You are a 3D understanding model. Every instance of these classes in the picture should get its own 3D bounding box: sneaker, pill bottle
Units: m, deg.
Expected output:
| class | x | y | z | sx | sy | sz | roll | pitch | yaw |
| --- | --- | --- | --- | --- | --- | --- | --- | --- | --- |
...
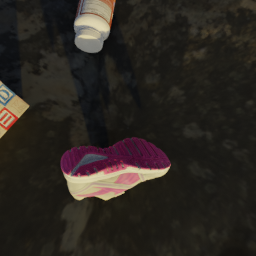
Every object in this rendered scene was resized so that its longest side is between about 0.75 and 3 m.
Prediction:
| class | x | y | z | sx | sy | sz | roll | pitch | yaw |
| --- | --- | --- | --- | --- | --- | --- | --- | --- | --- |
| sneaker | -0.265 | 0.986 | 6.454 | 2.562 | 1.130 | 1.042 | -3 | 42 | -19 |
| pill bottle | -1.034 | -3.330 | 8.507 | 1.086 | 1.086 | 1.936 | 7 | 70 | 3 |

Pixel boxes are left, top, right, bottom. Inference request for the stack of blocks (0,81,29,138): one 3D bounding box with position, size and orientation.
| class | x | y | z | sx | sy | sz | roll | pitch | yaw |
| --- | --- | --- | --- | --- | --- | --- | --- | --- | --- |
| stack of blocks | -3.988 | 0.046 | 6.528 | 1.675 | 0.852 | 2.909 | 42 | 66 | -19 |
